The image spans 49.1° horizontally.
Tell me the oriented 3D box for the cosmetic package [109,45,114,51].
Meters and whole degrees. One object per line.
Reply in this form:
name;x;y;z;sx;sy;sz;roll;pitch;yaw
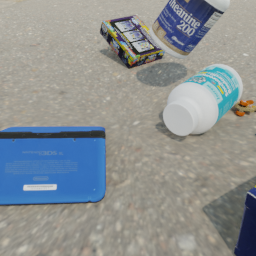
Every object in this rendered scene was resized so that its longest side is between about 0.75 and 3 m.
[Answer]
cosmetic package;-0.261;-4.010;13.603;0.730;0.616;1.412;-24;41;-30

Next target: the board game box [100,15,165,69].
board game box;0.216;-3.913;12.544;2.000;0.686;2.419;-23;67;-32

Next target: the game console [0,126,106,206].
game console;-1.875;0.744;6.754;2.695;1.594;2.300;-1;67;-4

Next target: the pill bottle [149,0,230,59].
pill bottle;2.032;-3.650;8.546;1.561;2.814;1.561;24;39;-21

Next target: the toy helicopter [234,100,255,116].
toy helicopter;3.906;-0.667;8.959;1.131;0.446;0.748;8;24;-6

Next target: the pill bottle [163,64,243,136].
pill bottle;2.121;-0.782;8.055;1.480;1.480;2.672;24;41;31

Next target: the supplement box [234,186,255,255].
supplement box;3.310;1.448;4.642;2.716;1.478;1.487;-19;33;-27
